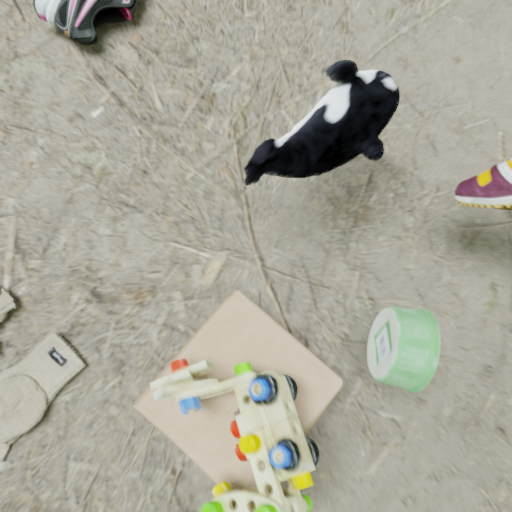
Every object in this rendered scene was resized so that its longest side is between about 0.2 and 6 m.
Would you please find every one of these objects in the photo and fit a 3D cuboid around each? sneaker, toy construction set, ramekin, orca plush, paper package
[{"bbox_3d":[3.742,-1.195,7.385,0.939,2.507,1.129,0,92,-31],"label":"sneaker"},{"bbox_3d":[-2.722,-5.342,11.004,1.356,1.261,3.140,44,86,-7],"label":"sneaker"},{"bbox_3d":[-0.222,2.581,7.586,1.868,1.313,2.849,-32,76,26],"label":"toy construction set"},{"bbox_3d":[1.846,1.167,7.180,0.525,1.074,1.074,12,77,-10],"label":"ramekin"},{"bbox_3d":[1.218,-1.684,7.487,1.061,1.571,2.985,32,37,29],"label":"orca plush"},{"bbox_3d":[-0.258,2.248,9.105,2.382,1.293,2.499,40,81,8],"label":"paper package"}]

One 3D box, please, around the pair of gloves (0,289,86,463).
[{"bbox_3d":[-4.652,1.859,9.605,2.736,0.480,2.326,38,76,2],"label":"pair of gloves"}]
